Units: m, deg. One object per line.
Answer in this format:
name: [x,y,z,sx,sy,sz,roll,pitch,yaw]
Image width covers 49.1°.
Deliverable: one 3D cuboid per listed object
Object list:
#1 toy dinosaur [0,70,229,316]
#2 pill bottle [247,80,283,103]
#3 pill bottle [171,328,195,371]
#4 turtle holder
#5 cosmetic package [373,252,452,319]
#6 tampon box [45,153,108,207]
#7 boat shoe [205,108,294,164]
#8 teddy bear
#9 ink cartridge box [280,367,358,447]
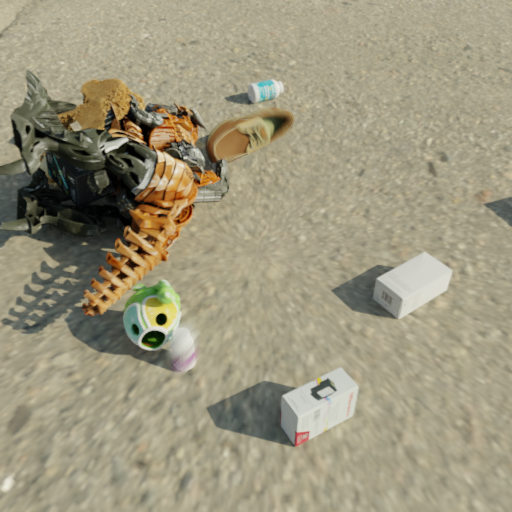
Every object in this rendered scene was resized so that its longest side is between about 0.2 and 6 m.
toy dinosaur: [-2.297,-1.400,9.956,3.752,2.824,5.529,11,21,-10]
pill bottle: [0.258,-4.327,14.658,0.888,0.492,0.492,-19,45,-20]
pill bottle: [-1.061,1.341,8.103,0.327,0.582,0.327,-2,28,1]
turtle holder: [-1.457,0.887,8.300,1.124,0.854,0.798,-35,38,17]
cosmetic package: [2.567,0.468,9.201,1.160,0.492,0.624,-23,45,-25]
tampon box: [-3.397,-1.625,10.646,0.689,0.818,1.092,-32,64,-33]
boat shoe: [-0.087,-2.649,11.946,2.266,0.857,0.837,-38,27,-33]
teddy bear: [-3.599,-2.603,12.462,2.367,1.090,3.264,-11,49,0]
ink cartridge box: [0.820,1.975,7.343,0.946,0.689,0.392,-20,44,-23]
